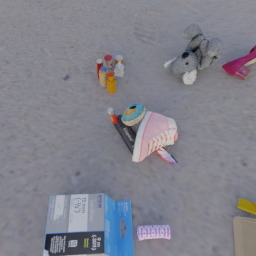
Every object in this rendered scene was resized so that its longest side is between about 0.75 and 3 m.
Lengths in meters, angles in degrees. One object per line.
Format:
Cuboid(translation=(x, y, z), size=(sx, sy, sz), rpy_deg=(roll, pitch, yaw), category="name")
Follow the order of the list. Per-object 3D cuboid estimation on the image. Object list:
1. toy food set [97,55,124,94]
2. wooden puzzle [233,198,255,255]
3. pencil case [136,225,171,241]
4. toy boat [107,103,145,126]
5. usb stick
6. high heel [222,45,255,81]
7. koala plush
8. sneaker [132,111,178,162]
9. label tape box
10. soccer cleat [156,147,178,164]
Cuboid(translation=(-0.780, -2.654, 12.248), size=(1.062, 1.001, 2.224), rpy_deg=(10, 54, 8), category="toy food set")
Cuboid(translation=(3.904, 3.348, 8.207), size=(1.624, 0.282, 2.408), rpy_deg=(10, 53, 13), category="wooden puzzle")
Cuboid(translation=(0.756, 3.106, 8.281), size=(1.029, 0.432, 0.440), rpy_deg=(-3, 85, 0), category="pencil case")
Cuboid(translation=(-0.087, -0.523, 10.231), size=(1.372, 0.637, 1.153), rpy_deg=(-7, 30, 26), category="toy boat")
Cuboid(translation=(0.003, 0.254, 10.476), size=(0.536, 0.315, 1.932), rpy_deg=(-21, 55, -17), category="usb stick")
Cuboid(translation=(5.308, -3.305, 12.801), size=(1.187, 0.832, 2.468), rpy_deg=(32, 62, 9), category="high heel")
Cuboid(translation=(2.797, -2.982, 12.309), size=(2.113, 1.941, 1.873), rpy_deg=(-44, 65, -4), category="koala plush")
Cuboid(translation=(1.028, 0.321, 9.783), size=(1.353, 0.974, 2.588), rpy_deg=(16, 36, 9), category="sneaker")
Cuboid(translation=(-1.098, 2.872, 8.208), size=(2.464, 0.815, 1.765), rpy_deg=(-3, 53, -1), category="label tape box")
Cuboid(translation=(1.378, 1.036, 9.958), size=(0.878, 0.299, 0.321), rpy_deg=(40, 86, 22), category="soccer cleat")
